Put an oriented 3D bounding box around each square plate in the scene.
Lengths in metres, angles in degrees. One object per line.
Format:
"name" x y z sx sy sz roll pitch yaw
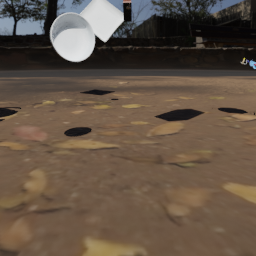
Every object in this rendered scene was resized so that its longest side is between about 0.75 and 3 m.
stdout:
"square plate" -1.167 -4.799 12.325 1.634 1.649 0.235 37 -14 -1

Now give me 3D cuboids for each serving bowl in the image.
"serving bowl" -1.046 -1.649 5.158 0.857 0.857 0.282 -10 13 -34

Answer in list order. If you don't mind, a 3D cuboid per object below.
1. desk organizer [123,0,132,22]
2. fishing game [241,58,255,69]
"desk organizer" -0.023 -4.046 9.552 0.289 0.311 0.807 -2 -27 0
"fishing game" 4.414 -1.954 8.985 1.490 0.232 1.067 28 35 18
